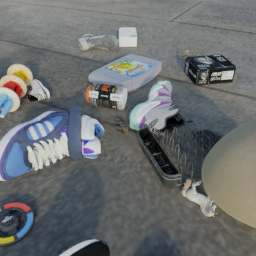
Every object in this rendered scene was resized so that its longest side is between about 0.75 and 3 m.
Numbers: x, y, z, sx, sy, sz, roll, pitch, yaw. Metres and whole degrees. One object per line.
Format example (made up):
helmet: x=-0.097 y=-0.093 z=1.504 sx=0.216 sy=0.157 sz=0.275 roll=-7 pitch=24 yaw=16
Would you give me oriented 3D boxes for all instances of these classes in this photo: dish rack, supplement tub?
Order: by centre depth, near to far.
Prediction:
dish rack: x=1.766 y=0.603 z=7.804 sx=2.642 sy=0.721 sz=2.027 roll=-12 pitch=39 yaw=-16
supplement tub: x=-0.758 y=-1.138 z=10.023 sx=1.355 sy=0.830 sz=0.830 roll=8 pitch=38 yaw=10

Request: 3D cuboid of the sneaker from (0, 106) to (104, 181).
sneaker: x=-1.869 y=0.484 z=7.538 sx=2.147 sy=1.182 sz=2.933 roll=11 pitch=33 yaw=20

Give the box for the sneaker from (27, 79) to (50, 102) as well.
sneaker: x=-3.597 y=-1.438 z=10.706 sx=0.742 sy=0.487 sz=1.290 roll=-26 pitch=46 yaw=-33

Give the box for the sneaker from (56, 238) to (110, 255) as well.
sneaker: x=-1.148 y=2.994 z=4.259 sx=2.726 sy=0.953 sz=1.227 roll=-36 pitch=47 yaw=-24

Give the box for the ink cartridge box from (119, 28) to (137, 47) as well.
ink cartridge box: x=-0.017 y=-5.030 z=15.447 sx=0.977 sy=0.562 sz=1.668 roll=-1 pitch=37 yaw=-1

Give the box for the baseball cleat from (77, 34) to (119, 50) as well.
baseball cleat: x=-1.629 y=-4.299 z=14.425 sx=2.336 sy=0.815 sz=1.243 roll=14 pitch=44 yaw=34

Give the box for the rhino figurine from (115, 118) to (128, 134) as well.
rhino figurine: x=-0.221 y=-0.101 z=9.114 sx=0.370 sy=0.253 sz=0.847 roll=4 pitch=33 yaw=-16

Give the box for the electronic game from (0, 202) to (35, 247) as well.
electronic game: x=-2.627 y=2.099 z=6.189 sx=1.106 sy=0.230 sz=1.106 roll=0 pitch=37 yaw=0

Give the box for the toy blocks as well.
toy blocks: x=-4.908 y=-1.332 z=10.011 sx=2.328 sy=1.014 sz=2.793 roll=4 pitch=37 yaw=-5

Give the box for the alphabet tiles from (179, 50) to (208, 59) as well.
alphabet tiles: x=3.312 y=-3.600 z=13.973 sx=1.413 sy=0.045 sz=1.176 roll=29 pitch=46 yaw=33

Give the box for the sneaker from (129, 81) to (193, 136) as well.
sneaker: x=1.370 y=-0.565 z=9.255 sx=1.770 sy=0.984 sz=2.531 roll=21 pitch=51 yaw=23

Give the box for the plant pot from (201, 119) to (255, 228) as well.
plant pot: x=2.621 y=1.037 z=6.215 sx=1.619 sy=2.412 sz=2.412 roll=-15 pitch=19 yaw=46

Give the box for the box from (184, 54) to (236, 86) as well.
box: x=3.455 y=-2.492 z=11.911 sx=1.690 sy=0.728 sz=1.384 roll=-6 pitch=37 yaw=-8

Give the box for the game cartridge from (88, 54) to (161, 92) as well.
game cartridge: x=0.038 y=-2.356 z=11.859 sx=1.963 sy=0.596 sz=2.943 roll=26 pitch=44 yaw=29

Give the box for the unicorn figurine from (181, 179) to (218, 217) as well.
unicorn figurine: x=1.791 y=1.672 z=6.684 sx=1.124 sy=0.415 sz=0.772 roll=12 pitch=46 yaw=39
